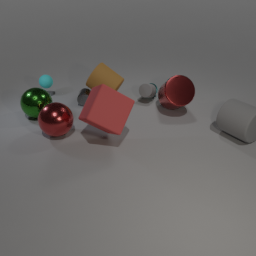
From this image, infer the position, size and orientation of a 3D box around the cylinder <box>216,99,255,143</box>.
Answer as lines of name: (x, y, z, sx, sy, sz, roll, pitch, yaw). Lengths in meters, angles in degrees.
cylinder: (4.532, -0.307, 11.196, 1.400, 1.400, 1.400, -20, 34, -29)

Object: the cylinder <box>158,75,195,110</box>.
cylinder: (2.209, -1.609, 12.965, 1.400, 1.400, 1.400, -4, -3, -7)

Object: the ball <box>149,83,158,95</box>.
ball: (1.210, -2.013, 14.735, 0.700, 0.700, 0.700, 0, 31, 0)

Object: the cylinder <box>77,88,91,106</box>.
cylinder: (-2.148, -1.540, 14.011, 0.700, 0.700, 0.700, 0, 31, 0)

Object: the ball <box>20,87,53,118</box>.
ball: (-4.134, -1.132, 12.683, 1.400, 1.400, 1.400, 0, 31, 0)

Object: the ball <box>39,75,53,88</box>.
ball: (-4.226, -2.393, 14.432, 0.700, 0.700, 0.700, 0, 31, 0)

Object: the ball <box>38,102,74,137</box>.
ball: (-2.901, -0.341, 11.284, 1.400, 1.400, 1.400, 0, 31, 0)

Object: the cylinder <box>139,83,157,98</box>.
cylinder: (0.993, -1.876, 14.062, 0.700, 0.700, 0.700, 15, 11, 23)

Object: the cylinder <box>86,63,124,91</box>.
cylinder: (-1.138, -2.278, 13.909, 1.400, 1.400, 1.400, 36, 35, -3)

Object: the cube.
cube: (-0.835, -0.670, 10.558, 1.400, 1.400, 1.400, 26, -8, -21)
